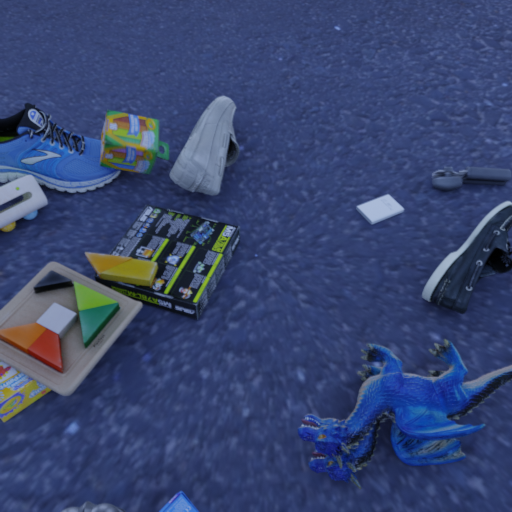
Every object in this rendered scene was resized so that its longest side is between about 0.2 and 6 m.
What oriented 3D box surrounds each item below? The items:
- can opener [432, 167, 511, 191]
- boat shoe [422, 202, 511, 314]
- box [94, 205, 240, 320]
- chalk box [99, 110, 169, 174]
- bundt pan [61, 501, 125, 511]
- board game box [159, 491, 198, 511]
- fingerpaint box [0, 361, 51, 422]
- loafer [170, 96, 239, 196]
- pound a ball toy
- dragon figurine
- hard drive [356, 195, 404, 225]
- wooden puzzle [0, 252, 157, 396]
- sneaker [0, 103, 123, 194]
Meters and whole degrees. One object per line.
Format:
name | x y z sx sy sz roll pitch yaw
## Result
can opener | 4.747 -1.653 12.409 1.689 0.450 0.565 4 73 3
boat shoe | 4.228 0.055 10.317 0.921 1.038 2.776 36 58 28
box | -1.631 0.033 10.710 2.083 0.512 2.157 15 48 11
chalk box | -2.572 -2.405 12.074 1.440 0.892 0.899 6 62 -20
bundt pan | -2.152 3.891 6.996 1.729 0.649 1.729 -1 47 1
board game box | -0.786 4.083 6.477 2.022 0.455 1.538 46 59 10
fingerpaint box | -3.784 1.803 9.043 1.343 0.492 1.120 -36 55 -28
loafer | -0.954 -2.521 12.801 1.173 1.175 3.361 30 45 -13
pound a ball toy | -5.174 -0.803 11.085 2.038 0.866 1.329 -36 21 -29
dragon figurine | 2.521 2.324 8.118 3.876 1.141 1.927 1 47 2
hard drive | 2.635 -0.992 11.923 0.837 0.110 0.552 -22 51 -19
wooden puzzle | -3.230 1.033 9.152 2.289 0.397 3.393 15 49 13
sneaker | -4.506 -2.345 12.036 3.462 1.543 1.360 1 45 -18
